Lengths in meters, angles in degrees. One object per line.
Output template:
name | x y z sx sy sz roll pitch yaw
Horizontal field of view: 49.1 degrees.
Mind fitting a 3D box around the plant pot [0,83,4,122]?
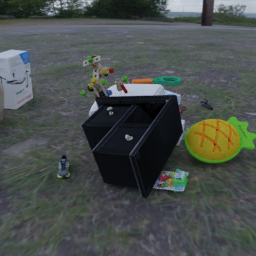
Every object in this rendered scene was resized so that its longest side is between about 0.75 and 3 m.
plant pot | -6.020 -0.991 10.306 2.454 2.828 2.828 3 20 -35

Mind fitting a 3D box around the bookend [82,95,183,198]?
bookend | -0.291 0.300 8.171 2.950 1.359 2.931 3 34 31

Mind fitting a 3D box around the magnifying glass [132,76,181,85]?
magnifying glass | 1.671 -2.708 16.245 2.872 0.322 1.143 -2 26 -9

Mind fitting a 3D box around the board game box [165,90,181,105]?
board game box | 0.754 -1.328 12.964 2.379 0.489 2.373 -20 31 -31

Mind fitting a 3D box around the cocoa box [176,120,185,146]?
cocoa box | 1.604 0.122 9.892 0.610 0.620 0.929 9 27 18

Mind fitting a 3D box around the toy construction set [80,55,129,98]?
toy construction set | -0.868 -1.765 9.487 1.653 1.270 1.378 15 69 31

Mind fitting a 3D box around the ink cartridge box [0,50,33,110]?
ink cartridge box | -5.267 -2.235 12.834 0.989 2.346 1.713 7 27 9

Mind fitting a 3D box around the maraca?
maraca | 2.835 0.325 8.641 2.232 1.194 1.530 -14 58 -9

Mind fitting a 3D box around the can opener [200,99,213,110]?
can opener | 3.590 -1.052 12.800 0.253 0.314 0.799 -1 34 -22

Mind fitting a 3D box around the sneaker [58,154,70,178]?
sneaker | -1.883 1.109 8.120 0.345 0.377 0.933 -6 26 -12

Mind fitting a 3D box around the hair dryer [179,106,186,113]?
hair dryer | 2.334 -0.869 12.448 0.572 0.204 0.751 5 26 12

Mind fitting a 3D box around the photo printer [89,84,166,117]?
photo printer | -0.105 -0.893 10.919 2.605 0.904 2.167 6 42 31

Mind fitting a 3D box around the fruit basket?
fruit basket | 1.111 1.374 7.534 0.909 0.426 0.842 7 26 20
